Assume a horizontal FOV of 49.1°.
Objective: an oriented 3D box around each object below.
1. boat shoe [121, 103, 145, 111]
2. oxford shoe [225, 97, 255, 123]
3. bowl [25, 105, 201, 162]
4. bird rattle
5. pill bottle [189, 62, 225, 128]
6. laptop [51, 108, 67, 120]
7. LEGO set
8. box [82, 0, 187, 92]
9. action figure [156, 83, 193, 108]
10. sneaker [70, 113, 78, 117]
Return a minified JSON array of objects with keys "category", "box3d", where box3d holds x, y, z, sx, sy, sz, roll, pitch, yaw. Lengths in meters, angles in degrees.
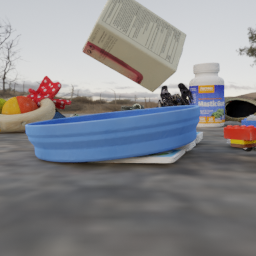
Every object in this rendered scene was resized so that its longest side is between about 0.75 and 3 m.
[{"category":"boat shoe","box3d":[0.454,-0.648,11.985,0.818,0.805,2.270,2,4,29]},{"category":"oxford shoe","box3d":[3.139,-0.680,9.397,2.825,0.995,1.056,2,-10,39]},{"category":"bowl","box3d":[-0.151,0.022,3.212,1.915,0.376,1.915,-6,5,1]},{"category":"bird rattle","box3d":[-2.573,-0.412,6.888,2.483,1.399,2.024,-3,26,-25]},{"category":"pill bottle","box3d":[2.413,-1.000,8.604,1.065,1.901,1.065,-2,6,0]},{"category":"laptop","box3d":[-2.726,-0.055,8.347,1.584,0.981,1.692,1,32,27]},{"category":"LEGO set","box3d":[1.211,-0.014,3.075,2.732,0.670,2.041,-2,3,22]},{"category":"box","box3d":[0.225,-2.663,8.780,2.697,1.725,1.470,28,-31,-15]},{"category":"action figure","box3d":[1.566,-0.649,9.516,1.389,1.192,2.336,-7,-14,7]},{"category":"sneaker","box3d":[-2.393,-0.511,13.122,0.345,0.398,0.897,2,4,27]}]
